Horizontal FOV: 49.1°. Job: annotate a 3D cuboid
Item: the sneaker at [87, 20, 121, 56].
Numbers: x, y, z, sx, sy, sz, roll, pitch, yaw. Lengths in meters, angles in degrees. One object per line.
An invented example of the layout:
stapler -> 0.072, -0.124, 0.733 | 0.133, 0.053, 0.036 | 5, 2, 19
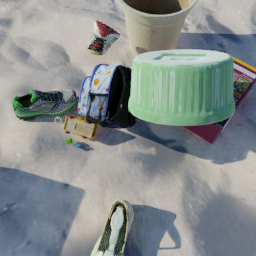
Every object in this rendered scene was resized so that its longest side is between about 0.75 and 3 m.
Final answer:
sneaker -> -0.903, -2.998, 9.769 | 0.945, 2.427, 0.997 | 27, 93, -9

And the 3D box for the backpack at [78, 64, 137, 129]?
backpack -> -0.564, -1.056, 9.065 | 1.622, 2.106, 2.006 | 17, 95, 21

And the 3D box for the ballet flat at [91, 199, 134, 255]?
ballet flat -> -0.474, 3.224, 7.703 | 0.934, 0.934, 2.687 | 12, 61, 7

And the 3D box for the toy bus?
toy bus -> -1.681, -0.060, 9.722 | 1.200, 0.657, 1.272 | -28, 91, 11

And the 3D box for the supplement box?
supplement box -> 3.182, -1.113, 9.975 | 1.623, 1.260, 2.942 | 34, 66, 18

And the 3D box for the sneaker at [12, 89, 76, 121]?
sneaker -> -2.978, -0.936, 10.049 | 2.297, 0.979, 0.896 | -17, 61, -10

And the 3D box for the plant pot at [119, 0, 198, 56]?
plant pot -> 1.024, -4.196, 10.933 | 2.934, 2.686, 2.934 | 0, 60, 0

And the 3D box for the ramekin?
ramekin -> 1.461, -1.275, 7.740 | 2.963, 1.447, 2.963 | -2, 23, 1
